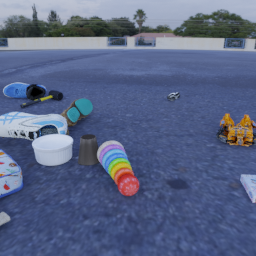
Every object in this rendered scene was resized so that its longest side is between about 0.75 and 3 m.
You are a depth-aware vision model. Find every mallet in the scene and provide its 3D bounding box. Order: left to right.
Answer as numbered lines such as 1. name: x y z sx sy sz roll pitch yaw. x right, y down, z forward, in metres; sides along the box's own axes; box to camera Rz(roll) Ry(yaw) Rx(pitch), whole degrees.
1. mallet: -4.842 -1.579 15.476 0.836 0.523 2.540 19 32 41

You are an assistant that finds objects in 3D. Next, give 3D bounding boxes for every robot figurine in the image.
1. robot figurine: 4.199 0.056 10.710 1.593 0.639 2.197 4 21 15

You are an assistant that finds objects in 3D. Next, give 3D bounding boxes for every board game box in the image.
1. board game box: 3.598 1.569 7.241 1.053 0.217 1.050 2 20 5

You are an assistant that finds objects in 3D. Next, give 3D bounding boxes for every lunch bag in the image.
1. lunch bag: -3.784 1.255 7.431 1.503 0.709 1.876 -21 30 -39

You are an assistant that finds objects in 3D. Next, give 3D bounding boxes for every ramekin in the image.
1. ramekin: -2.389 0.703 9.008 1.260 0.614 1.260 0 21 0

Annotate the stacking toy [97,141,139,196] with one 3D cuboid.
1. stacking toy: -0.251 1.139 7.708 0.852 0.852 1.996 -6 26 -16

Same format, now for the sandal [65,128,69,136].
1. sandal: -3.054 0.018 10.992 1.729 0.694 0.467 18 47 30

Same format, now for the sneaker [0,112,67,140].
1. sneaker: -3.475 0.023 9.708 2.670 0.959 0.968 -3 42 -6

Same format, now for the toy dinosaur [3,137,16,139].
1. toy dinosaur: -4.751 0.015 10.283 1.422 0.965 0.726 39 -3 -14

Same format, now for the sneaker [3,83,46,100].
1. sneaker: -5.958 -2.123 16.164 2.403 0.922 1.337 1 11 -17

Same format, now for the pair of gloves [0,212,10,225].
1. pair of gloves: -3.210 2.061 5.966 1.137 0.199 0.967 10 26 29

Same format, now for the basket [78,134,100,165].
1. basket: -1.218 0.665 8.783 0.760 0.843 0.573 -6 21 -16

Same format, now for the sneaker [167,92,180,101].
1. sneaker: 2.550 -1.793 16.169 0.461 0.425 1.153 0 11 40

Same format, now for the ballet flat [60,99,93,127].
1. ballet flat: -2.403 -0.595 12.272 0.973 0.912 2.689 -28 14 20
